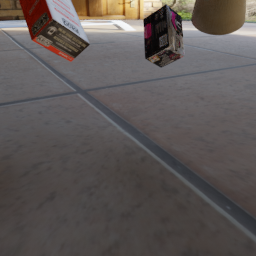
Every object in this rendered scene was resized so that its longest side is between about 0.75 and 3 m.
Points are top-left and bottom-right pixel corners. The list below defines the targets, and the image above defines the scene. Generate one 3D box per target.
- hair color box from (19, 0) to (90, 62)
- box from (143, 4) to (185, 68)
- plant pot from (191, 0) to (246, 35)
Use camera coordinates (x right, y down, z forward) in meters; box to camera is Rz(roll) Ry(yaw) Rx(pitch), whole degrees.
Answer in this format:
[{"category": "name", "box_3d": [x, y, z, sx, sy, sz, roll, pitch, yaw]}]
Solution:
[{"category": "hair color box", "box_3d": [-2.245, -3.414, 8.001, 1.454, 0.877, 2.865, 21, 39, -54]}, {"category": "box", "box_3d": [1.086, -2.720, 8.395, 0.945, 1.430, 0.820, -18, -23, 42]}, {"category": "plant pot", "box_3d": [2.667, -3.847, 7.940, 1.601, 1.709, 1.601, -4, 55, 5]}]
